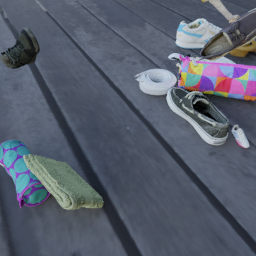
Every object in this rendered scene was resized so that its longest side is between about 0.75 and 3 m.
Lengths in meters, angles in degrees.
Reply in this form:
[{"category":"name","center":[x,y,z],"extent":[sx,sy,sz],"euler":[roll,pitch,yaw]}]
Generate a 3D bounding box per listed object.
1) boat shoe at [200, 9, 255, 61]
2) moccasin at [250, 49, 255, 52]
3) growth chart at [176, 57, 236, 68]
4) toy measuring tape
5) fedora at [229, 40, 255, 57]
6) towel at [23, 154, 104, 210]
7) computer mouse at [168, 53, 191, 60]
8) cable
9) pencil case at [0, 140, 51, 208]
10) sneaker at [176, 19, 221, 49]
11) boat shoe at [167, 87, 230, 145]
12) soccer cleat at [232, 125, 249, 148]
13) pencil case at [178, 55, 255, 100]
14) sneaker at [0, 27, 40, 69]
[{"category":"boat shoe","center":[2.116,-1.842,5.695],"extent":[0.482,1.488,0.535],"euler":[-30,90,-47]},{"category":"moccasin","center":[5.600,-3.556,12.440],"extent":[0.916,0.353,0.335],"euler":[28,49,28]},{"category":"growth chart","center":[3.301,-2.517,11.384],"extent":[2.315,0.205,1.675],"euler":[-17,44,-18]},{"category":"toy measuring tape","center":[2.401,-4.096,7.940],"extent":[2.728,1.003,1.003],"euler":[23,30,-33]},{"category":"fedora","center":[4.835,-3.546,12.228],"extent":[1.497,0.611,1.497],"euler":[0,43,0]},{"category":"towel","center":[-1.485,1.241,6.475],"extent":[1.855,1.377,0.339],"euler":[34,94,30]},{"category":"computer mouse","center":[2.226,-3.046,11.971],"extent":[0.977,0.214,0.536],"euler":[6,43,7]},{"category":"cable","center":[1.074,-1.683,10.255],"extent":[1.343,0.465,1.343],"euler":[-31,51,-32]},{"category":"pencil case","center":[-2.612,1.082,6.914],"extent":[0.826,0.760,1.787],"euler":[-26,48,-28]},{"category":"sneaker","center":[3.598,-4.316,12.733],"extent":[2.753,1.112,1.053],"euler":[-6,40,-8]},{"category":"boat shoe","center":[2.183,-0.669,8.784],"extent":[0.976,0.879,2.761],"euler":[-19,45,-20]},{"category":"soccer cleat","center":[3.282,0.232,8.181],"extent":[0.277,0.342,0.792],"euler":[-10,43,-11]},{"category":"pencil case","center":[3.109,-1.733,9.716],"extent":[2.877,1.271,1.271],"euler":[10,43,9]},{"category":"sneaker","center":[-3.063,-2.160,7.918],"extent":[0.944,1.647,0.630],"euler":[-37,96,-28]}]
